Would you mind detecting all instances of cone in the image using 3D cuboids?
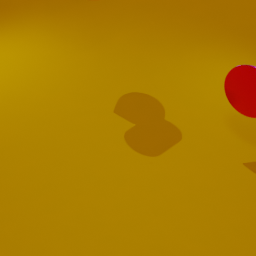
[{"bbox_3d":[2.775,-0.943,5.685,1.123,1.119,1.119,-30,50,-25],"label":"cone"}]
